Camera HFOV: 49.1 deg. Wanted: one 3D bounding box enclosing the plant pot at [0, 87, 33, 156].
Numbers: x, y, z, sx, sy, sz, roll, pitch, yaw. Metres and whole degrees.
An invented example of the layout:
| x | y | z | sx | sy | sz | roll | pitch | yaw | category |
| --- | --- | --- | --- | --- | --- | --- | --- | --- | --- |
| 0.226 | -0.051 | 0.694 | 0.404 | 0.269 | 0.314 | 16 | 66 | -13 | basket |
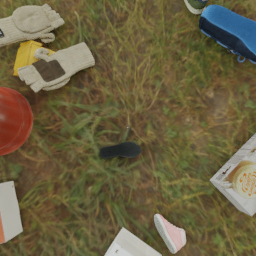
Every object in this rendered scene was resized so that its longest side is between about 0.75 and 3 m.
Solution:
| x | y | z | sx | sy | sz | roll | pitch | yaw | category |
| --- | --- | --- | --- | --- | --- | --- | --- | --- | --- |
| -4.372 | -0.371 | 8.309 | 2.351 | 2.286 | 2.351 | 0 | 83 | 0 | plant pot |

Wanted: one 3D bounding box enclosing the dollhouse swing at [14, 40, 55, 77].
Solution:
| x | y | z | sx | sy | sz | roll | pitch | yaw | category |
| --- | --- | --- | --- | --- | --- | --- | --- | --- | --- |
| -3.125 | -2.221 | 9.565 | 1.033 | 0.999 | 1.136 | 4 | 82 | 42 | dollhouse swing |

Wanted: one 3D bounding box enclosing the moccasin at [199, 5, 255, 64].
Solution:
| x | y | z | sx | sy | sz | roll | pitch | yaw | category |
| --- | --- | --- | --- | --- | --- | --- | --- | --- | --- |
| 3.718 | -3.014 | 9.282 | 2.945 | 1.004 | 1.185 | 37 | 78 | 2 | moccasin |

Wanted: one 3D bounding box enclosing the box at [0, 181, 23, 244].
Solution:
| x | y | z | sx | sy | sz | roll | pitch | yaw | category |
| --- | --- | --- | --- | --- | --- | --- | --- | --- | --- |
| -4.852 | 2.757 | 8.447 | 2.688 | 1.310 | 1.672 | -13 | 84 | -1 | box |

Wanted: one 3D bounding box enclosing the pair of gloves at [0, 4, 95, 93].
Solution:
| x | y | z | sx | sy | sz | roll | pitch | yaw | category |
| --- | --- | --- | --- | --- | --- | --- | --- | --- | --- |
| -2.801 | -2.652 | 9.210 | 2.473 | 0.510 | 2.908 | -37 | 89 | -24 | pair of gloves |

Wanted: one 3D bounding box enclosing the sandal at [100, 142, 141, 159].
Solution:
| x | y | z | sx | sy | sz | roll | pitch | yaw | category |
| --- | --- | --- | --- | --- | --- | --- | --- | --- | --- |
| -0.235 | 0.731 | 9.208 | 1.380 | 0.330 | 0.519 | -5 | 85 | 11 | sandal |

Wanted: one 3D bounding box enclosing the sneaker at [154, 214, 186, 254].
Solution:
| x | y | z | sx | sy | sz | roll | pitch | yaw | category |
| --- | --- | --- | --- | --- | --- | --- | --- | --- | --- |
| 1.360 | 3.220 | 8.862 | 0.660 | 0.475 | 1.263 | -21 | 68 | -26 | sneaker |

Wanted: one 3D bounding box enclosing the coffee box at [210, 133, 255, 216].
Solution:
| x | y | z | sx | sy | sz | roll | pitch | yaw | category |
| --- | --- | --- | --- | --- | --- | --- | --- | --- | --- |
| 3.996 | 1.317 | 8.766 | 2.420 | 0.964 | 1.384 | -44 | 88 | -4 | coffee box |

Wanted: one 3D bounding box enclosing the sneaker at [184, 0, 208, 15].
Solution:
| x | y | z | sx | sy | sz | roll | pitch | yaw | category |
| --- | --- | --- | --- | --- | --- | --- | --- | --- | --- |
| 1.898 | -5.122 | 9.411 | 0.847 | 1.134 | 2.527 | -35 | 85 | -4 | sneaker |

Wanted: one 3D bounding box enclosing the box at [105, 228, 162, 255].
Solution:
| x | y | z | sx | sy | sz | roll | pitch | yaw | category |
| --- | --- | --- | --- | --- | --- | --- | --- | --- | --- |
| 0.088 | 3.872 | 7.912 | 1.532 | 2.013 | 1.070 | 33 | 85 | 10 | box |
